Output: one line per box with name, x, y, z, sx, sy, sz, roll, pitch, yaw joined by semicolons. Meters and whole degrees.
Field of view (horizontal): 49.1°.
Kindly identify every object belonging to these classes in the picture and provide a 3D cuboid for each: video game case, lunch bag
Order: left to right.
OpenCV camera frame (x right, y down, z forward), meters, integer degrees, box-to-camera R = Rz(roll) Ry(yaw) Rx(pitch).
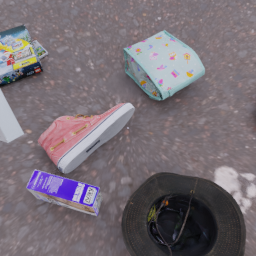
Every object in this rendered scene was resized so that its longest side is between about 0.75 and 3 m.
video game case;-3.596;-2.786;10.427;0.951;0.105;0.867;-37;66;-17
lunch bag;1.184;-1.986;9.297;1.868;1.337;2.193;-31;59;-17

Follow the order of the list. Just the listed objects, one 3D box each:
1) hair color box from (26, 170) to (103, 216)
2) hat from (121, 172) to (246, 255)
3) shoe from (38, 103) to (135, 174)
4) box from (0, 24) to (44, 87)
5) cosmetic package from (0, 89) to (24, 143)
hair color box;-1.615;1.723;7.369;1.792;0.979;0.581;12;61;7
hat;1.296;2.502;6.863;2.840;1.146;2.840;-2;54;3
shoe;-1.215;-0.071;8.354;2.897;1.035;1.318;-41;72;-17
box;-4.710;-2.356;9.854;2.952;0.556;2.016;-22;63;-9
cosmetic package;-2.609;-0.310;5.401;0.366;1.068;1.416;-36;24;-31
